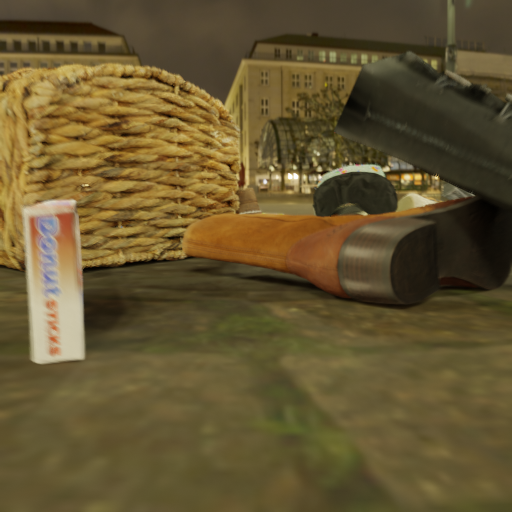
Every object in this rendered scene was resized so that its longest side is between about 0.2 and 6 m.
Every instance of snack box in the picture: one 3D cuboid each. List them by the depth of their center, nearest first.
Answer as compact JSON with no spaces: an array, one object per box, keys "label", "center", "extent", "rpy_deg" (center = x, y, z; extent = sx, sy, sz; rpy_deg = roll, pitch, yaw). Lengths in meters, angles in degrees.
[{"label":"snack box","center":[-1.552,0.039,4.434],"extent":[0.311,0.920,2.559],"rpy_deg":[-3,7,-17]}]

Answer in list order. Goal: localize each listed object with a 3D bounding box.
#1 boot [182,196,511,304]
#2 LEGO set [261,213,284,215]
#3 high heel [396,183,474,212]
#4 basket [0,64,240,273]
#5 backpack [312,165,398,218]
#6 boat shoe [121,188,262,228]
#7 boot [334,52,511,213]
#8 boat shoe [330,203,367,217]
[{"label":"boot","center":[1.091,-0.136,6.437],"extent":[2.811,1.022,2.986],"rpy_deg":[-19,18,-37]},{"label":"LEGO set","center":[0.645,-0.345,8.886],"extent":[1.809,0.673,0.832],"rpy_deg":[2,7,18]},{"label":"high heel","center":[4.867,-0.893,14.841],"extent":[2.014,1.009,2.826],"rpy_deg":[30,-26,-22]},{"label":"basket","center":[-2.457,-1.335,8.402],"extent":[2.874,2.754,3.859],"rpy_deg":[6,9,38]},{"label":"backpack","center":[2.478,-1.449,14.242],"extent":[2.208,1.675,2.646],"rpy_deg":[-1,5,8]},{"label":"boat shoe","center":[-1.276,-0.853,10.949],"extent":[3.342,1.210,1.207],"rpy_deg":[4,8,30]},{"label":"boot","center":[2.890,-0.886,5.659],"extent":[3.546,1.164,2.923],"rpy_deg":[30,20,25]},{"label":"boat shoe","center":[1.796,-0.778,11.459],"extent":[0.549,0.641,1.752],"rpy_deg":[27,2,-2]}]
